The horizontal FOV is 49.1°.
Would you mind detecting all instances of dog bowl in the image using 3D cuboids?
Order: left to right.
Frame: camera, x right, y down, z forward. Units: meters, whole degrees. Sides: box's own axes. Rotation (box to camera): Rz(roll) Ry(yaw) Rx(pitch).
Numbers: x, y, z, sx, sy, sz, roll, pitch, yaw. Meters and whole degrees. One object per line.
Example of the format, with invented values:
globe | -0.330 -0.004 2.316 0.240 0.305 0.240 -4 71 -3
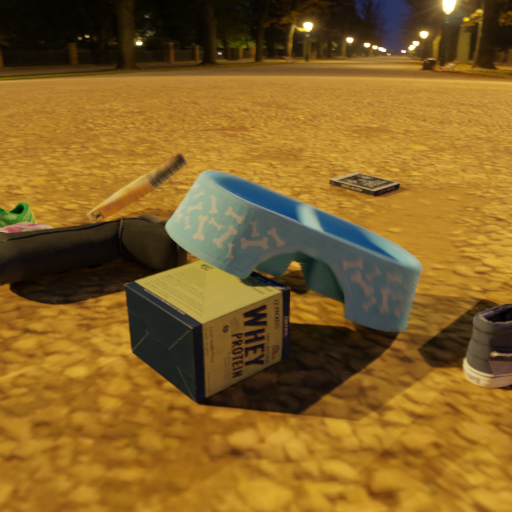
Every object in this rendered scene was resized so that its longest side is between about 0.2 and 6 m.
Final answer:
dog bowl | 0.668 -0.163 8.386 3.937 0.976 2.195 21 16 -8

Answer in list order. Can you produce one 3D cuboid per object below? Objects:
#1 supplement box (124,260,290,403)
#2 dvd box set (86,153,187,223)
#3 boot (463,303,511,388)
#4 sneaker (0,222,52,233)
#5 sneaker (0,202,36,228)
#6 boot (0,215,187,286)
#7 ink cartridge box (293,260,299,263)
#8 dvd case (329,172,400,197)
supplement box | -0.649 0.885 7.601 1.606 1.079 1.608 -19 29 -38
dvd box set | -2.707 -1.523 12.720 2.121 0.312 1.552 -22 19 35
boot | 3.698 1.064 7.371 2.050 0.926 0.746 -10 25 -22
sneaker | -4.710 -0.281 11.025 1.699 0.691 0.749 -3 20 -29
sneaker | -5.453 -0.588 11.384 0.778 0.877 2.099 12 26 24
boot | -3.008 -0.074 9.898 3.040 0.998 2.506 -7 12 -27
ink cartridge box | 0.944 0.098 10.187 0.727 0.148 0.726 14 0 -24
dvd case | 3.026 -2.016 15.688 1.188 0.195 1.581 -19 29 -37
